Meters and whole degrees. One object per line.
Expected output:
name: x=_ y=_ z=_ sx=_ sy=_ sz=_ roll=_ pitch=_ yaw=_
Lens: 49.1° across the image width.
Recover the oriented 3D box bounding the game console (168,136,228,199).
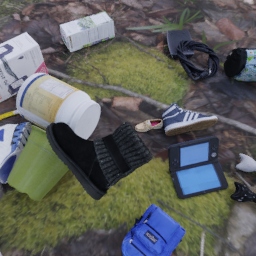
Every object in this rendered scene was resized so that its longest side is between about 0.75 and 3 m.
game console: x=2.548 y=1.392 z=10.061 sx=1.942 sy=1.658 sz=1.149 roll=-12 pitch=31 yaw=-8

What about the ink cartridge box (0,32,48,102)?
ink cartridge box: x=-5.059 y=-2.554 z=12.105 sx=2.693 sy=1.950 sz=1.136 roll=-35 pitch=63 yaw=-21

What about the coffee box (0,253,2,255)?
coffee box: x=-4.717 y=3.797 z=8.692 sx=1.002 sy=0.698 sz=1.752 roll=-36 pitch=64 yaw=-21

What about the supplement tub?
supplement tub: x=-2.663 y=-0.755 z=10.894 sx=2.762 sy=1.994 sz=1.994 roll=27 pitch=61 yaw=16

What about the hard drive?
hard drive: x=2.610 y=-4.229 z=14.147 sx=1.234 sy=0.387 sz=1.830 roll=-2 pitch=57 yaw=-2

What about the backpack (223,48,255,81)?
backpack: x=5.741 y=-2.824 z=12.504 sx=2.226 sy=1.816 sz=1.711 roll=-13 pitch=80 yaw=-7

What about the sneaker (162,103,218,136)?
sneaker: x=2.461 y=-0.486 z=11.469 sx=2.195 sy=0.769 sz=1.191 roll=-12 pitch=59 yaw=-4

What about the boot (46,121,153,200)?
boot: x=-0.833 y=0.395 z=7.971 sx=2.076 sy=1.045 sz=2.776 roll=-43 pitch=78 yaw=8

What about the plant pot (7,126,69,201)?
plant pot: x=-3.018 y=1.350 z=9.726 sx=2.135 sy=2.135 sz=2.027 roll=27 pitch=74 yaw=17

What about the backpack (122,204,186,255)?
backpack: x=0.645 y=3.394 z=8.491 sx=1.478 sy=1.526 sz=1.819 roll=34 pitch=64 yaw=26

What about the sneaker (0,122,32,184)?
sneaker: x=-4.772 y=0.804 z=10.563 sx=1.500 sy=1.049 sz=2.597 roll=6 pitch=50 yaw=8

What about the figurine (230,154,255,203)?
figurine: x=4.746 y=1.918 z=9.913 sx=1.960 sy=0.865 sz=2.008 roll=14 pitch=57 yaw=14

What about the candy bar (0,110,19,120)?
candy bar: x=-4.974 y=-0.592 z=11.927 sx=1.016 sy=0.113 sz=0.253 roll=-20 pitch=60 yaw=-13

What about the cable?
cable: x=3.276 y=-3.384 z=13.230 sx=1.876 sy=0.584 sz=2.299 roll=-24 pitch=72 yaw=-14

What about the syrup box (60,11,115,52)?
syrup box: x=-2.037 y=-4.890 z=14.189 sx=2.537 sy=1.033 sz=0.999 roll=-25 pitch=58 yaw=-15

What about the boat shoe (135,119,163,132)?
boat shoe: x=0.863 y=-0.156 z=11.466 sx=1.159 sy=0.401 sz=0.427 roll=-12 pitch=58 yaw=-8
